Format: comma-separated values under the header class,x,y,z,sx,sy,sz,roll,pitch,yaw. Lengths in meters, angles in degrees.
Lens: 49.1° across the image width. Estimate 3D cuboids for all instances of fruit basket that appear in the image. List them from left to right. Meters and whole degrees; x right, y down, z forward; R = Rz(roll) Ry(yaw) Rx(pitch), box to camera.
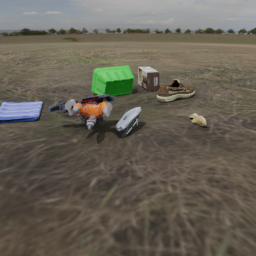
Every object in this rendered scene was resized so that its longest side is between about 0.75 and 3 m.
class,x,y,z,sx,sy,sz,roll,pitch,yaw
fruit basket,-1.002,-2.589,15.110,2.326,1.678,2.326,8,36,-6

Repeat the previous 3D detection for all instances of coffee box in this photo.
class,x,y,z,sx,sy,sz,roll,pitch,yaw
coffee box,1.185,-2.894,16.325,0.744,1.054,1.864,-5,23,-13

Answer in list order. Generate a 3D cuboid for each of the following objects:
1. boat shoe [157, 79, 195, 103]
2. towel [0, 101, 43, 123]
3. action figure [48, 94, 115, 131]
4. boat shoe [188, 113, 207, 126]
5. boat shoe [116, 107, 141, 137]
class,x,y,z,sx,sy,sz,roll,pitch,yaw
boat shoe,2.540,-1.989,14.137,2.616,0.968,0.966,-20,29,-41
towel,-4.668,-0.759,11.962,1.802,0.297,2.489,-3,22,-11
action figure,-1.564,-0.469,9.704,2.400,1.255,2.322,-11,0,-3
boat shoe,2.639,-0.267,10.730,0.400,0.376,1.051,-18,17,-8
boat shoe,0.106,-0.228,10.066,0.554,0.512,1.500,-11,27,32
